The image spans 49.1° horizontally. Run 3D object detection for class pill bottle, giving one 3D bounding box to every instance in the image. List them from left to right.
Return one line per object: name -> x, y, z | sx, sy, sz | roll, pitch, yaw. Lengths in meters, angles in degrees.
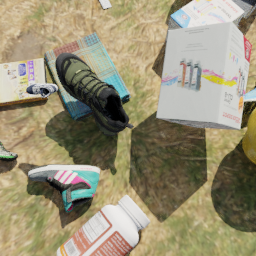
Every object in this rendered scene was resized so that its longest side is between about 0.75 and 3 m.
pill bottle -> -0.612, 3.070, 7.766 | 2.449, 1.374, 1.374 | -40, 76, -12

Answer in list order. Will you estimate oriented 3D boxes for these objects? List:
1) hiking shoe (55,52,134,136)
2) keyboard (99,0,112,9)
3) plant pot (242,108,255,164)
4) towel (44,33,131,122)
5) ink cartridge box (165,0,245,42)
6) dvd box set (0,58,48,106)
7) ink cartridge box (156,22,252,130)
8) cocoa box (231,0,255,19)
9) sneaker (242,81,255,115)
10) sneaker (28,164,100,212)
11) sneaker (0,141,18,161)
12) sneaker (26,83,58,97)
hiking shoe -> -0.900, -1.123, 8.288 | 2.973, 1.496, 1.126 | 50, 62, -13
keyboard -> -1.041, -5.238, 11.175 | 0.338, 0.064, 1.202 | -23, 74, -8
plant pot -> 4.478, 0.267, 8.299 | 2.223, 2.091, 2.223 | 0, 73, 0
towel -> -1.493, -1.881, 9.943 | 2.180, 0.323, 2.973 | -25, 73, -9
ink cartridge box -> 2.739, -3.625, 9.900 | 2.334, 1.461, 1.500 | -38, 76, -11
dvd box set -> -3.936, -1.593, 9.850 | 2.114, 0.311, 1.547 | -10, 72, -3
ink cartridge box -> 2.117, -1.276, 7.728 | 1.810, 1.818, 2.503 | 8, 90, 39
cocoa box -> 3.795, -5.819, 10.122 | 2.953, 1.938, 1.969 | 34, 55, 10
sneaker -> 4.468, -1.151, 9.555 | 2.154, 0.844, 0.969 | -15, 61, -14
sneaker -> -1.954, 1.846, 8.452 | 2.183, 0.913, 1.318 | -1, 62, -1
sneaker -> -4.165, 0.671, 8.987 | 1.396, 0.545, 0.595 | 19, 73, 6
sneaker -> -2.345, -0.983, 7.359 | 0.886, 0.481, 0.311 | -2, 112, 10
